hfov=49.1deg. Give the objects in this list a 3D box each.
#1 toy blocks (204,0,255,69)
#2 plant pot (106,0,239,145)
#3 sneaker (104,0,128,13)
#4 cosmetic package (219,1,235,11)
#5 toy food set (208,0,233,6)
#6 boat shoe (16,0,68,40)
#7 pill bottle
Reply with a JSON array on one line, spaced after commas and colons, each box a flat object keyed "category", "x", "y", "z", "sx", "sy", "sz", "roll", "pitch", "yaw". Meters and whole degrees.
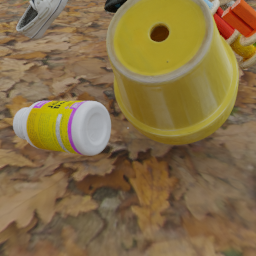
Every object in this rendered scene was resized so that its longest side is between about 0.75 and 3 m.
[{"category": "toy blocks", "x": 2.360, "y": -2.384, "z": 6.398, "sx": 2.418, "sy": 0.878, "sz": 2.016, "roll": 34, "pitch": 5, "yaw": -13}, {"category": "plant pot", "x": 0.859, "y": -1.270, "z": 5.806, "sx": 2.828, "sy": 2.660, "sz": 2.828, "roll": -4, "pitch": 74, "yaw": 15}, {"category": "sneaker", "x": -0.084, "y": -4.553, "z": 9.289, "sx": 0.771, "sy": 0.863, "sz": 2.107, "roll": -1, "pitch": -9, "yaw": -39}, {"category": "cosmetic package", "x": 2.744, "y": -3.337, "z": 9.450, "sx": 1.097, "sy": 2.085, "sz": 0.741, "roll": 25, "pitch": 48, "yaw": -18}, {"category": "toy food set", "x": 2.643, "y": -4.211, "z": 8.335, "sx": 1.860, "sy": 0.452, "sz": 1.841, "roll": -34, "pitch": 55, "yaw": 0}, {"category": "boat shoe", "x": -2.328, "y": -3.320, "z": 7.604, "sx": 0.682, "sy": 2.076, "sz": 0.747, "roll": 8, "pitch": 52, "yaw": -51}, {"category": "pill bottle", "x": -1.187, "y": -0.033, "z": 4.812, "sx": 1.676, "sy": 0.874, "sz": 0.874, "roll": 3, "pitch": 35, "yaw": 31}]
